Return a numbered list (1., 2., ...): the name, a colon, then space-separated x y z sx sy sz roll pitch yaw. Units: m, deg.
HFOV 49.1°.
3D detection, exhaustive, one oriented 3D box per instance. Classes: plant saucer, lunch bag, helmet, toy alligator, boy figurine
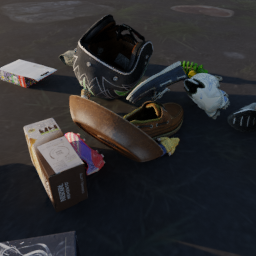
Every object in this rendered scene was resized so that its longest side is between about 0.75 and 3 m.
1. plant saucer: -0.419 0.161 7.212 2.797 2.797 0.512 25 79 31
2. lunch bag: -2.708 -3.368 13.429 0.965 0.568 0.792 18 39 16
3. helmet: -0.648 -2.364 10.165 2.784 2.784 2.654 32 79 37
4. toy alligator: 2.972 -2.545 12.215 2.329 0.632 0.691 11 37 15
5. boy figurine: 1.103 0.514 8.175 0.999 0.322 0.621 -29 71 -37

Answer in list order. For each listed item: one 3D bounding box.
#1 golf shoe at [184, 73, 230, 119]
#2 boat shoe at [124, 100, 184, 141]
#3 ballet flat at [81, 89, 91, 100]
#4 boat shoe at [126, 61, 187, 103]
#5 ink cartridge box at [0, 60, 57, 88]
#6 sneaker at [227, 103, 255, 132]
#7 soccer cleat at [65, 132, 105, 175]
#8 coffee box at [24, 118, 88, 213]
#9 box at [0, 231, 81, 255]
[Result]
1. golf shoe: 2.527 -1.490 9.857 1.353 1.090 2.784 30 21 -18
2. boat shoe: 0.876 -0.298 8.666 1.071 1.012 2.977 25 38 30
3. ballet flat: -1.460 -1.013 9.646 0.337 0.955 0.312 16 70 2
4. boat shoe: 0.996 -1.384 9.245 2.354 0.728 0.881 -35 3 -27
5. ink cartridge box: -4.214 -2.257 11.890 2.252 0.567 1.227 18 39 22
6. sneaker: 4.052 -0.412 9.252 2.089 0.772 0.828 -11 27 -25
7. soccer cleat: -1.376 0.673 7.832 0.665 0.580 1.739 -35 50 -30
8. coffee box: -1.838 0.838 7.007 0.841 1.206 2.109 -19 39 -25
9. box: -1.661 2.906 4.196 1.947 1.113 2.139 -7 36 -8
